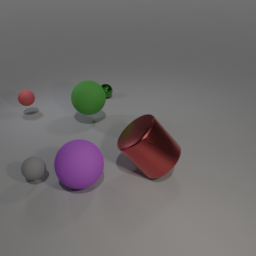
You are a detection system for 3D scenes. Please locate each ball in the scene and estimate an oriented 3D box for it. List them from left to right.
[{"bbox_3d":[-4.358,-1.290,12.013,0.700,0.700,0.700,0,29,0],"label":"ball"},{"bbox_3d":[-2.759,1.179,8.200,0.700,0.700,0.700,0,29,0],"label":"ball"},{"bbox_3d":[-1.381,1.020,7.967,1.400,1.400,1.400,0,29,0],"label":"ball"},{"bbox_3d":[-1.598,-1.224,11.363,1.400,1.400,1.400,0,29,0],"label":"ball"},{"bbox_3d":[-1.112,-1.848,13.963,0.700,0.700,0.700,0,29,0],"label":"ball"}]

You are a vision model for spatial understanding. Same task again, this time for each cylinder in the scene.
[{"bbox_3d":[0.628,0.548,8.374,1.400,1.400,1.400,-36,24,18],"label":"cylinder"}]
